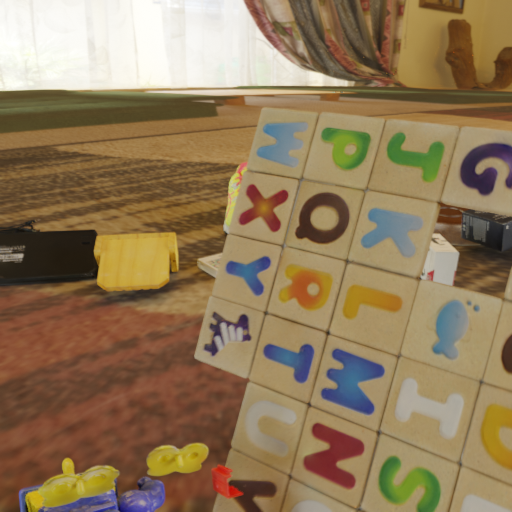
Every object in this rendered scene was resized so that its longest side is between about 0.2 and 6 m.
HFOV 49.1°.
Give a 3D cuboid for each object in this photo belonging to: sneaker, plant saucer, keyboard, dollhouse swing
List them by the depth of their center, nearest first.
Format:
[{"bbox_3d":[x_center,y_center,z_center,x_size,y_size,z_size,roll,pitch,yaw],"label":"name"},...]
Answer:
[{"bbox_3d":[-1.744,0.239,8.276,1.151,1.046,1.012,-3,61,-6],"label":"dollhouse swing"},{"bbox_3d":[-3.843,0.062,8.811,2.851,0.565,1.484,-2,44,-8],"label":"keyboard"},{"bbox_3d":[-0.142,-1.137,10.694,1.010,1.167,2.585,-1,22,-8],"label":"sneaker"},{"bbox_3d":[3.679,-0.708,10.748,2.160,0.346,2.160,-1,22,0],"label":"plant saucer"}]

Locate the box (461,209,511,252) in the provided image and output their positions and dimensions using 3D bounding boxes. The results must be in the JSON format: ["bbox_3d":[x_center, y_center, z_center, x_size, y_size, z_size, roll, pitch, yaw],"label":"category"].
[{"bbox_3d":[4.071,-0.509,9.391,0.856,0.511,0.871,-16,24,-24],"label":"box"}]

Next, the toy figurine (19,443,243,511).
[{"bbox_3d":[-1.314,1.910,3.597,2.249,1.186,1.347,-8,-6,-25],"label":"toy figurine"}]

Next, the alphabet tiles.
[{"bbox_3d":[0.728,0.591,3.794,2.597,3.107,0.117,15,-1,30],"label":"alphabet tiles"}]

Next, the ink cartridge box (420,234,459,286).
[{"bbox_3d":[2.640,0.080,8.268,0.344,0.610,0.831,1,20,-2],"label":"ink cartridge box"}]

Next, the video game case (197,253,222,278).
[{"bbox_3d":[-0.024,0.177,8.645,1.264,0.164,1.388,-14,26,-33],"label":"video game case"}]
